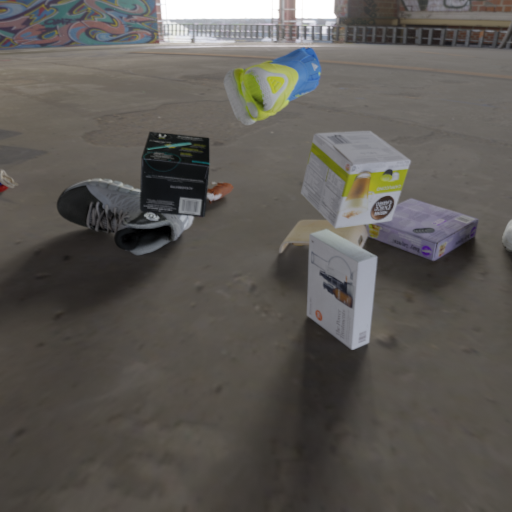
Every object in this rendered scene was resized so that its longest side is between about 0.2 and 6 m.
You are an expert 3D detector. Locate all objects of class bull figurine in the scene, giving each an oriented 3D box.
[{"bbox_3d":[-1.023,-1.573,13.806,0.606,0.325,0.998,21,33,35],"label":"bull figurine"}]

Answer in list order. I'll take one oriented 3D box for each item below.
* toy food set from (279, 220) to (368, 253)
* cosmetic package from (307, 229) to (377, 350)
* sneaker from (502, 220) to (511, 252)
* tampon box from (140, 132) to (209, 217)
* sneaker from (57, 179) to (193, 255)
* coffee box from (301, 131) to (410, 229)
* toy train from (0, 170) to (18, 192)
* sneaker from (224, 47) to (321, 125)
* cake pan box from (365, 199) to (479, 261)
[{"bbox_3d":[1.350,-0.295,11.214,1.577,0.476,1.131,2,26,23],"label":"toy food set"},{"bbox_3d":[1.239,0.487,8.373,0.382,1.480,1.116,-16,30,-26],"label":"cosmetic package"},{"bbox_3d":[5.253,-0.338,10.753,0.730,0.854,1.960,4,26,10],"label":"sneaker"},{"bbox_3d":[-1.397,-1.451,9.770,1.121,0.944,1.496,5,29,-8],"label":"tampon box"},{"bbox_3d":[-2.859,-0.752,11.351,2.948,1.106,1.702,4,29,5],"label":"sneaker"},{"bbox_3d":[1.407,-1.120,8.119,1.030,1.021,1.032,-8,38,-25],"label":"coffee box"},{"bbox_3d":[-7.027,-1.913,13.735,1.600,1.170,2.765,-27,36,-25],"label":"toy train"},{"bbox_3d":[0.440,-3.780,12.481,1.783,1.286,3.395,-24,20,-10],"label":"sneaker"},{"bbox_3d":[3.479,-0.616,11.741,1.677,0.476,1.821,26,37,38],"label":"cake pan box"}]
